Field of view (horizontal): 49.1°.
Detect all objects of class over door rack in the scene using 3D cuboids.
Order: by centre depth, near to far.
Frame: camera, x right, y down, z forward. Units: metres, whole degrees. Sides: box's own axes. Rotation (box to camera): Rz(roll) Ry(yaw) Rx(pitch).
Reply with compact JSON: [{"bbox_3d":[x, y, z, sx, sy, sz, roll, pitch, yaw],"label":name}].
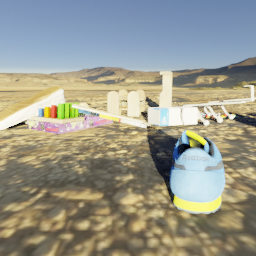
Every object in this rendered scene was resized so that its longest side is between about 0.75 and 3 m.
[{"bbox_3d":[3.666,-0.763,10.376,2.183,0.984,2.955,-12,-4,-44],"label":"over door rack"}]

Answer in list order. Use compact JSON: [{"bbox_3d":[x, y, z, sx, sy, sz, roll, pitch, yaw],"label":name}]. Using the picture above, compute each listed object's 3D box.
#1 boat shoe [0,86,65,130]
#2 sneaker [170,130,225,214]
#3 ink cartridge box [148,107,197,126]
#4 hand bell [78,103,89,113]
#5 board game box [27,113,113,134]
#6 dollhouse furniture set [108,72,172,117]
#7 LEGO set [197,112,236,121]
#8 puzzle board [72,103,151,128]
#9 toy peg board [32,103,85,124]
[{"bbox_3d":[-3.311,-0.533,9.895,1.002,0.981,2.830,13,37,42],"label":"boat shoe"},{"bbox_3d":[1.113,0.433,4.347,0.772,0.918,2.341,1,8,15],"label":"sneaker"},{"bbox_3d":[1.539,-0.428,9.737,1.430,0.602,1.034,-3,7,-18],"label":"ink cartridge box"},{"bbox_3d":[-1.510,-0.513,11.373,0.693,0.693,1.332,-8,26,-40],"label":"hand bell"},{"bbox_3d":[-1.948,-0.228,9.846,1.571,0.423,2.618,2,9,36],"label":"board game box"},{"bbox_3d":[0.608,-1.694,13.531,2.980,1.980,2.612,2,10,10],"label":"dollhouse furniture set"},{"bbox_3d":[3.564,-0.580,11.793,1.720,0.422,1.285,8,16,42],"label":"LEGO set"},{"bbox_3d":[-0.365,-0.301,8.597,1.969,0.227,2.613,14,1,9],"label":"puzzle board"},{"bbox_3d":[-2.131,-0.518,8.663,1.160,0.570,1.165,7,8,25],"label":"toy peg board"}]
